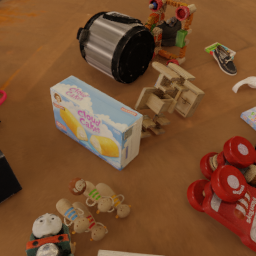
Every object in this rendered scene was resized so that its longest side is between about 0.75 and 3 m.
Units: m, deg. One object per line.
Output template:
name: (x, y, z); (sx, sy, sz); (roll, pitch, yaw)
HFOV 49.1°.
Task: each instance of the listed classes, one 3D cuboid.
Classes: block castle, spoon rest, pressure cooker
block castle: (1.495, -3.675, 10.986); (1.710, 2.560, 1.201); (32, 49, 26)
spoon rest: (4.578, -1.672, 10.605); (1.264, 0.383, 0.628); (-18, 50, -15)
pressure cooker: (-0.590, -3.149, 10.696); (2.587, 2.275, 2.310); (34, 72, 29)

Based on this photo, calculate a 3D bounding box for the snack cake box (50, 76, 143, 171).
snack cake box: (-0.978, -0.192, 8.376); (2.813, 1.618, 0.945); (31, 50, 26)

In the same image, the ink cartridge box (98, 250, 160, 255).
ink cartridge box: (0.519, 3.521, 5.409); (2.448, 1.029, 1.786); (4, 48, 4)

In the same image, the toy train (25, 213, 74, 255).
toy train: (-1.371, 2.756, 5.265); (1.050, 2.465, 1.404); (-10, 35, -13)

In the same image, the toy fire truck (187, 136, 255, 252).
toy fire truck: (2.912, 1.544, 7.202); (2.100, 1.402, 2.501); (37, 54, 0)

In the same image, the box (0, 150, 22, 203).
box: (-4.639, 0.946, 7.334); (2.187, 1.578, 2.947); (-34, 55, -27)

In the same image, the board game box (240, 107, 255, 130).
board game box: (4.657, -0.357, 9.497); (1.290, 0.236, 0.976); (-23, 52, -18)

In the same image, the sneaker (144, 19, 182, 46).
sneaker: (1.057, -4.283, 12.393); (2.809, 1.275, 1.067); (-12, 50, -9)

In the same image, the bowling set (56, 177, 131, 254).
bowling set: (-0.998, 1.985, 6.582); (1.158, 1.501, 2.157); (37, 61, 27)

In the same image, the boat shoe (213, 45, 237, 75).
boat shoe: (4.013, -2.797, 11.481); (0.550, 0.449, 1.488); (-13, 59, -10)

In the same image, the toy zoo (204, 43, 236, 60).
toy zoo: (4.099, -3.309, 12.263); (0.827, 0.129, 1.261); (-29, 54, -24)

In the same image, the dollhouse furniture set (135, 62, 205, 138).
dollhouse furniture set: (1.059, -1.104, 9.021); (2.385, 2.090, 1.584); (-9, 43, -44)

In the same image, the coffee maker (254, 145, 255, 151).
coffee maker: (4.431, 0.969, 7.570); (1.868, 1.310, 1.945); (-26, 52, -21)

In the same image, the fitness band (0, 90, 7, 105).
fitness band: (-4.818, -1.040, 10.167); (0.647, 0.169, 0.901); (12, 50, 11)
